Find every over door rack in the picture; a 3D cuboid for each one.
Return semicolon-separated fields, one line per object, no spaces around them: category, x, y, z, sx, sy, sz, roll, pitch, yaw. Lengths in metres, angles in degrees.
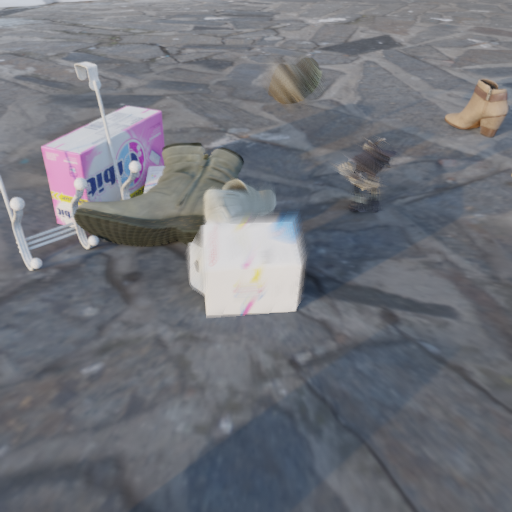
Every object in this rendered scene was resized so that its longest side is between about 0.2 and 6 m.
over door rack;-2.944;-1.433;8.514;2.089;2.827;0.942;-26;17;-35

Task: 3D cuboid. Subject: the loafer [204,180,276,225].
loafer;-0.205;-0.851;8.453;0.636;0.635;1.820;-10;9;25

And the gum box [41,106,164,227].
gum box;-2.574;-1.670;10.120;0.826;1.417;2.497;14;35;21

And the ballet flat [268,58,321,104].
ballet flat;0.841;-3.118;10.150;0.607;0.883;2.620;23;22;8

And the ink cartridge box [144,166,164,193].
ink cartridge box;-1.439;-0.993;9.848;1.005;0.578;1.716;-3;33;-5

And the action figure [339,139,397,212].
action figure;1.883;-1.464;9.660;0.874;1.470;0.750;-14;42;-15

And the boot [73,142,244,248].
boot;-1.502;-1.035;9.010;2.555;0.865;1.669;4;67;-6

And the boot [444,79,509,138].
boot;5.246;-3.575;13.281;0.583;1.213;1.660;-21;38;-27

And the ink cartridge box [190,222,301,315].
ink cartridge box;-0.180;0.170;7.616;1.423;0.891;0.915;-2;43;-4
